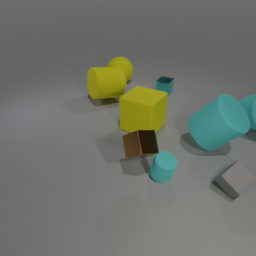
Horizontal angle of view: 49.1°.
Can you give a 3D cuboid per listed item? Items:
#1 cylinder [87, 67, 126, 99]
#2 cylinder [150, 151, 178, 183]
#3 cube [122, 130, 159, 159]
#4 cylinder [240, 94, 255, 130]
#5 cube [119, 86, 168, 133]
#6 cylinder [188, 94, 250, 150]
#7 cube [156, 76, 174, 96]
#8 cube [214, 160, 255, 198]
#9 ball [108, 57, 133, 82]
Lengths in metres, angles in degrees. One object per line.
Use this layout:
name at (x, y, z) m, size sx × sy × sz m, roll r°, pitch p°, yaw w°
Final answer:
cylinder at (-1.001, -2.082, 12.882) m, size 1.400 × 1.400 × 1.400 m, roll -8°, pitch 31°, yaw -27°
cylinder at (1.069, 1.179, 8.487) m, size 0.700 × 0.700 × 0.700 m, roll 8°, pitch 44°, yaw -7°
cube at (0.356, 0.472, 8.021) m, size 0.700 × 0.700 × 0.700 m, roll 0°, pitch -15°, yaw -39°
cylinder at (5.004, -0.591, 10.452) m, size 1.400 × 1.400 × 1.400 m, roll -1°, pitch 3°, yaw -1°
cube at (0.610, -0.666, 11.036) m, size 1.400 × 1.400 × 1.400 m, roll 17°, pitch 34°, yaw 26°
cylinder at (2.964, -0.164, 9.197) m, size 1.400 × 1.400 × 1.400 m, roll 19°, pitch 53°, yaw -27°
cube at (1.874, -2.141, 14.197) m, size 0.700 × 0.700 × 0.700 m, roll 14°, pitch 34°, yaw 22°
cube at (2.983, 1.429, 7.792) m, size 0.700 × 0.700 × 0.700 m, roll -38°, pitch 76°, yaw -12°
ball at (-0.425, -3.113, 15.068) m, size 1.400 × 1.400 × 1.400 m, roll 0°, pitch 31°, yaw 0°
